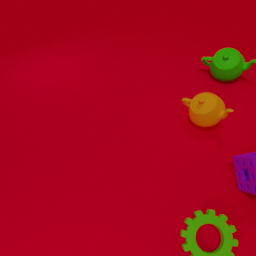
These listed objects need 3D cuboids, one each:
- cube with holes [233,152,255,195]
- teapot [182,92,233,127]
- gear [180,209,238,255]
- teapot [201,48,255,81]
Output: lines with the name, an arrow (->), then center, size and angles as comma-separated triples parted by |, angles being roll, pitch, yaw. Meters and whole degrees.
cube with holes -> 3.132, 1.026, 6.575 | 0.840, 0.840, 0.840 | -9, 88, -10
teapot -> 2.313, -0.580, 8.184 | 1.703, 0.834, 1.059 | 23, 72, 40
gear -> 1.617, 2.203, 5.616 | 1.081, 0.200, 1.081 | -1, 75, 2
teapot -> 3.627, -2.337, 10.071 | 1.965, 0.962, 1.222 | 12, 74, 25
